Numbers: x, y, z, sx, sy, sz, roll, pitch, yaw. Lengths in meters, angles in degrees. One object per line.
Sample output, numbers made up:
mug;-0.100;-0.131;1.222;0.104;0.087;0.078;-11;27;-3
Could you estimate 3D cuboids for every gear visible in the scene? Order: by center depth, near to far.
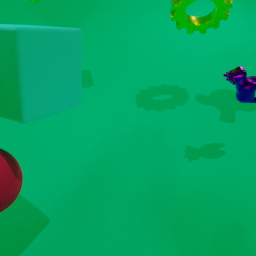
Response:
gear;1.934;-3.184;7.485;1.566;1.566;0.290;2;64;2

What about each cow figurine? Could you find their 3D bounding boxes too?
cow figurine;2.692;-0.991;6.640;0.950;0.966;0.530;-3;40;-3

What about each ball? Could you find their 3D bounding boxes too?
ball;-2.324;0.865;4.574;1.139;1.139;1.139;0;53;0

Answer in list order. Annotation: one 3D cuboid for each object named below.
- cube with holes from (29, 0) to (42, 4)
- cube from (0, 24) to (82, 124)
cube with holes;-2.777;-4.646;8.402;1.139;1.139;1.139;-55;36;-10
cube;-1.645;-0.955;4.508;1.302;1.302;1.302;14;23;27
